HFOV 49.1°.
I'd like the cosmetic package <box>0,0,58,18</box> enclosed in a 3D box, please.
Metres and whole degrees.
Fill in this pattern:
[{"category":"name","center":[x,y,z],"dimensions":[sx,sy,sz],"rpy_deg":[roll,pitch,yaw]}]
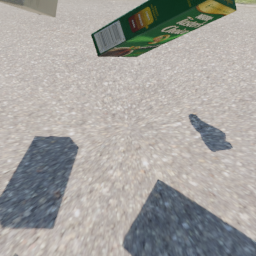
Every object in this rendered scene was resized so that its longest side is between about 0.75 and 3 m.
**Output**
[{"category":"cosmetic package","center":[-2.965,-3.895,8.066],"dimensions":[1.202,0.947,2.233],"rpy_deg":[14,17,2]}]

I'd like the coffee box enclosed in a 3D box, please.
[{"category":"coffee box","center":[0.723,-2.254,6.004],"dimensions":[2.731,0.601,1.679],"rpy_deg":[-16,3,36]}]
